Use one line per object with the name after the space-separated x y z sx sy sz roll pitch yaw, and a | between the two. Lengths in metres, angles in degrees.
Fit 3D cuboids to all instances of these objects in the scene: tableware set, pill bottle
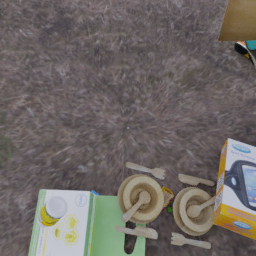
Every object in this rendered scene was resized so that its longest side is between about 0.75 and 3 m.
1.136 2.006 7.321 2.849 0.571 1.883 15 68 -13 | tableware set
-1.713 1.894 6.220 0.480 0.854 0.480 21 44 -23 | pill bottle

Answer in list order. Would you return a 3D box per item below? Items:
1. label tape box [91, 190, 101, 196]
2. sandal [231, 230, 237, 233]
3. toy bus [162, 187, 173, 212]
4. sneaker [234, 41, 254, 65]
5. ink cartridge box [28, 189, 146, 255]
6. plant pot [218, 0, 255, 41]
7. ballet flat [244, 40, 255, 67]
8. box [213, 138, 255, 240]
-0.874 2.194 7.851 0.819 0.259 0.590 35 72 13 | label tape box
3.380 2.494 7.433 2.566 0.844 0.941 1 50 -10 | sandal
0.938 2.006 7.857 0.727 0.376 0.686 -11 108 0 | toy bus
4.405 -2.664 9.699 0.617 0.480 1.372 -42 72 -12 | sneaker
-1.010 2.692 7.180 2.846 0.682 2.071 -1 68 13 | ink cartridge box
2.805 -2.457 6.195 1.321 1.231 1.231 14 68 14 | plant pot
3.509 -2.006 7.527 0.611 0.565 1.811 -12 74 13 | ballet flat
3.331 1.450 7.422 1.764 0.615 2.963 19 47 7 | box
